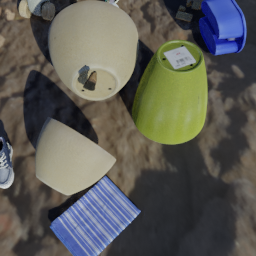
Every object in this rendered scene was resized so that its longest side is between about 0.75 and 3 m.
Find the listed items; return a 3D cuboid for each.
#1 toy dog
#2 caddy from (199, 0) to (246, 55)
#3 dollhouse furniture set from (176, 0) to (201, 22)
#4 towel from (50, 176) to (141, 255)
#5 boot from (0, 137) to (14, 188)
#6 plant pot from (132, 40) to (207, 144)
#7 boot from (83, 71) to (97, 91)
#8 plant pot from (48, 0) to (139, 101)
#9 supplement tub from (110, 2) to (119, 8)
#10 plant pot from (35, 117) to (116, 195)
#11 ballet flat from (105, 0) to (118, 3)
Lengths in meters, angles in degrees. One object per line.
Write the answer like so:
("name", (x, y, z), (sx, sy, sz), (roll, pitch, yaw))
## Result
("toy dog", (-3.431, -5.563, 10.923), (1.811, 2.746, 1.323), (27, 42, -12))
("caddy", (3.485, -3.734, 10.134), (1.219, 1.641, 2.322), (-13, 59, 0))
("dollhouse furniture set", (2.505, -4.788, 11.629), (0.788, 0.675, 0.829), (20, 96, 12))
("towel", (-0.847, 2.335, 7.261), (1.967, 0.235, 1.424), (-39, 67, -21))
("boot", (-3.554, 0.955, 7.861), (0.505, 0.628, 1.389), (-13, 60, -7))
("plant pot", (1.315, -1.156, 8.033), (2.364, 2.526, 2.364), (0, 59, 0))
("boot", (-0.877, -1.104, 6.706), (0.290, 0.787, 0.297), (18, 75, -16))
("plant pot", (-0.930, -1.863, 7.957), (2.704, 2.704, 1.815), (-5, 54, -3))
("supplement tub", (-0.972, -4.259, 10.907), (1.278, 0.843, 0.843), (-29, 63, -16))
("plant pot", (-1.518, 0.860, 7.079), (2.056, 2.056, 1.380), (28, 78, 16))
("ballet flat", (-0.585, -5.718, 12.066), (0.520, 0.520, 1.445), (12, 60, 7))
